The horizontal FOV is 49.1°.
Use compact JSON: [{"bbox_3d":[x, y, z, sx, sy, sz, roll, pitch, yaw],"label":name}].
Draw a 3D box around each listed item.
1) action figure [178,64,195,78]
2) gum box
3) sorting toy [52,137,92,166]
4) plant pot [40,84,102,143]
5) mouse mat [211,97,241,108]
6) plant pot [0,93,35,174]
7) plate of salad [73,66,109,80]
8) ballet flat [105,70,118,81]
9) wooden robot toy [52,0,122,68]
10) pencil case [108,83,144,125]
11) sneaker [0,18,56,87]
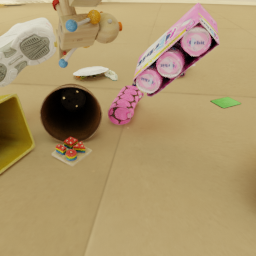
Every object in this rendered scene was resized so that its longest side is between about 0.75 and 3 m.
[{"bbox_3d":[2.357,-2.694,12.678,1.092,1.214,1.630,-19,39,31],"label":"action figure"},{"bbox_3d":[1.016,-1.716,6.428,0.681,2.059,1.169,39,39,-20],"label":"gum box"},{"bbox_3d":[-1.450,0.564,7.240,0.746,0.261,0.750,22,37,27],"label":"sorting toy"},{"bbox_3d":[-1.634,-0.647,8.248,1.639,1.639,1.754,-4,22,-8],"label":"plant pot"},{"bbox_3d":[3.531,-0.927,10.116,0.893,0.034,0.718,-13,32,-23],"label":"mouse mat"},{"bbox_3d":[-3.593,0.134,6.910,1.592,1.556,1.546,2,28,26],"label":"plant pot"},{"bbox_3d":[-1.625,-2.425,12.374,1.572,0.378,1.572,-6,22,2],"label":"plate of salad"},{"bbox_3d":[-0.717,-2.373,12.329,0.359,0.359,1.001,-16,33,-26],"label":"ballet flat"},{"bbox_3d":[-0.689,-2.081,5.228,1.249,1.212,2.752,-9,-8,-20],"label":"wooden robot toy"},{"bbox_3d":[-0.040,-0.789,9.151,0.844,0.817,1.801,12,34,8],"label":"pencil case"},{"bbox_3d":[-2.996,-1.959,7.180,2.691,1.049,1.337,-20,43,8],"label":"sneaker"}]
